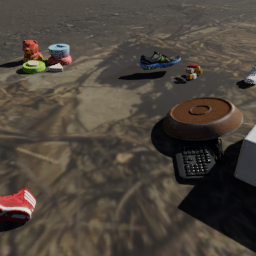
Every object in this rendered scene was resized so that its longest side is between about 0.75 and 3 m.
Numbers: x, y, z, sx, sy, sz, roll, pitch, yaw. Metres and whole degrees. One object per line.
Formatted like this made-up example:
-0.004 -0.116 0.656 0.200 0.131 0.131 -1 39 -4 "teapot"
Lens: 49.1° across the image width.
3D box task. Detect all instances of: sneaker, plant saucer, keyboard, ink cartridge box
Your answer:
4.536 -1.976 10.082 0.464 0.592 1.191 21 39 28 "sneaker"
-2.262 1.418 5.280 1.061 0.416 0.613 14 26 -2 "sneaker"
1.932 -0.349 7.451 2.087 0.359 2.087 -11 28 6 "plant saucer"
1.246 -2.625 10.647 1.652 0.684 0.586 -9 1 -13 "sneaker"
1.726 0.336 6.774 1.198 0.456 2.302 1 35 1 "keyboard"
3.742 0.405 6.087 1.830 1.062 2.536 24 41 32 "ink cartridge box"

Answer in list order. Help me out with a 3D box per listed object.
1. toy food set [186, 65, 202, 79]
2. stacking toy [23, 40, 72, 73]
2.355 -2.106 10.435 0.429 0.456 0.954 13 35 40 "toy food set"
-3.386 -2.990 11.363 2.036 0.860 1.843 -3 34 -4 "stacking toy"
